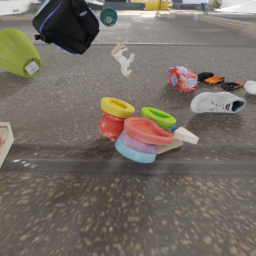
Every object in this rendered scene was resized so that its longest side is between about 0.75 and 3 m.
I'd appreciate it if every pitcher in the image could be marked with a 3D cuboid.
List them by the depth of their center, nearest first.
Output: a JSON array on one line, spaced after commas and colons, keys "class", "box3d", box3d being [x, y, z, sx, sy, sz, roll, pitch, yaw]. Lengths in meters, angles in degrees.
[{"class": "pitcher", "box3d": [5.883, -1.789, 12.824, 0.785, 0.555, 0.915, -7, 38, -26]}]

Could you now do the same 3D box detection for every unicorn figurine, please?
[{"class": "unicorn figurine", "box3d": [-0.122, -2.613, 10.853, 1.307, 0.898, 0.483, 40, 3, -9]}]

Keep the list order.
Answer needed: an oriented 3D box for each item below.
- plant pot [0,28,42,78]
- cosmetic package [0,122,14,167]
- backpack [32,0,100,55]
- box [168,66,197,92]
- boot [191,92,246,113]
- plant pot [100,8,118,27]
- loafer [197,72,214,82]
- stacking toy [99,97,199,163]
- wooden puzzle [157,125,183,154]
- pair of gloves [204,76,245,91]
[{"class": "plant pot", "box3d": [-5.730, -3.763, 15.014, 2.301, 2.301, 2.459, -26, 52, -39]}, {"class": "cosmetic package", "box3d": [-4.084, 0.513, 8.351, 0.847, 0.715, 1.639, -3, 29, -6]}, {"class": "backpack", "box3d": [-2.357, -4.115, 11.099, 2.276, 2.390, 1.841, 34, 15, -49]}, {"class": "box", "box3d": [2.613, -2.383, 13.591, 0.820, 0.785, 1.645, -7, 29, -12]}, {"class": "boot", "box3d": [3.584, -0.958, 10.940, 2.190, 0.805, 1.047, -15, 26, -27]}, {"class": "plant pot", "box3d": [-0.821, -4.674, 11.987, 0.760, 0.760, 0.509, -2, 4, -4]}, {"class": "loafer", "box3d": [3.897, -2.661, 14.506, 1.335, 0.453, 0.469, -16, 27, -35]}, {"class": "stacking toy", "box3d": [0.485, 0.220, 8.870, 2.603, 1.214, 2.875, 9, 22, -29]}, {"class": "wooden puzzle", "box3d": [1.015, 0.388, 9.148, 1.864, 0.218, 1.257, -13, 35, -22]}, {"class": "pair of gloves", "box3d": [4.766, -2.231, 13.950, 1.453, 0.202, 1.631, -19, 37, -34]}]
